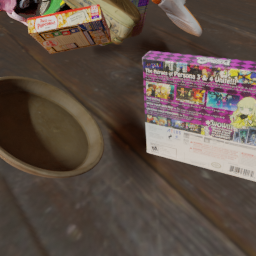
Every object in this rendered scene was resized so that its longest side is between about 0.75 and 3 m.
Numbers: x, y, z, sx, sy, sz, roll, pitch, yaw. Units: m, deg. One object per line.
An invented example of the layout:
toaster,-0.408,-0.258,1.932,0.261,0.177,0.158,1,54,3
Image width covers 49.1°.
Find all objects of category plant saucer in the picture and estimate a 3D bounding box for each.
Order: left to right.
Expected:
plant saucer,-1.453,-0.029,4.814,2.264,0.333,2.264,27,33,-19

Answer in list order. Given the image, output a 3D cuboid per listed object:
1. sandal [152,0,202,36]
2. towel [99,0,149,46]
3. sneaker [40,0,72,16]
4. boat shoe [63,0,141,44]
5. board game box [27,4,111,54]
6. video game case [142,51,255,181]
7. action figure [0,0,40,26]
sandal,1.089,-3.280,6.700,2.881,0.826,1.104,24,12,-48
towel,-0.093,-3.856,8.778,1.857,2.586,0.294,-26,58,-30
sneaker,-2.049,-4.271,8.417,1.146,2.937,1.251,-41,98,-35
boat shoe,-1.140,-2.860,5.969,2.948,0.924,1.081,30,40,-18
board game box,-0.982,-1.706,4.956,1.229,0.931,0.285,-9,83,5
video game case,1.364,-0.169,4.730,2.264,2.052,0.405,13,40,24
action figure,-2.236,-2.245,5.060,1.317,0.981,0.882,2,-4,13
